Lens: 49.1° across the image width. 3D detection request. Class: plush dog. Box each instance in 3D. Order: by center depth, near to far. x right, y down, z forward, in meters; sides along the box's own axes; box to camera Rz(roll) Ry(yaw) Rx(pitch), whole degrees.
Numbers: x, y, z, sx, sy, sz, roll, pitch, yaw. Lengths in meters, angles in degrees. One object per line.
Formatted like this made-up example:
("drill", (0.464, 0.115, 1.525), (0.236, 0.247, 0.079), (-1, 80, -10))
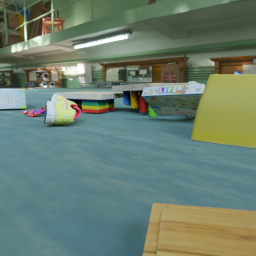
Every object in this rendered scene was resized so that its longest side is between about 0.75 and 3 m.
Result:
("plush dog", (2.445, -1.112, 9.922), (1.139, 1.220, 1.420), (-36, -16, 36))

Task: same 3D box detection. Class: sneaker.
("sneaker", (-2.054, -0.535, 9.124), (1.048, 0.907, 2.320), (5, 16, -9))

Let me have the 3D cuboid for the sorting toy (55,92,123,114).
("sorting toy", (-1.558, -1.178, 12.565), (2.362, 0.822, 2.347), (5, 11, 27))

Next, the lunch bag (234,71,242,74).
("lunch bag", (3.325, -1.151, 8.529), (0.612, 0.816, 0.960), (34, 5, 21))

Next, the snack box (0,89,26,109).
("snack box", (-6.432, -1.397, 13.389), (2.850, 0.965, 2.404), (-5, 10, -22))

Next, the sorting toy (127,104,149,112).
("sorting toy", (1.070, -1.094, 13.372), (1.681, 0.407, 2.985), (15, 19, 33))

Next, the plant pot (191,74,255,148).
("plant pot", (2.643, -0.499, 6.611), (1.731, 1.527, 1.731), (7, 12, 35))

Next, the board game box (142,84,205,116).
("board game box", (1.564, -0.828, 8.772), (1.911, 0.327, 1.285), (1, -27, 30))

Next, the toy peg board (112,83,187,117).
("toy peg board", (1.075, -1.196, 11.684), (2.561, 1.253, 2.550), (-7, 8, -37))

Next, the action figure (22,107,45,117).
("action figure", (-3.259, -0.632, 10.836), (1.579, 0.408, 0.517), (-8, 15, -29))

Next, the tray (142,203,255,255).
("tray", (1.222, 0.921, 1.691), (2.249, 0.416, 1.109), (2, 10, 9))
